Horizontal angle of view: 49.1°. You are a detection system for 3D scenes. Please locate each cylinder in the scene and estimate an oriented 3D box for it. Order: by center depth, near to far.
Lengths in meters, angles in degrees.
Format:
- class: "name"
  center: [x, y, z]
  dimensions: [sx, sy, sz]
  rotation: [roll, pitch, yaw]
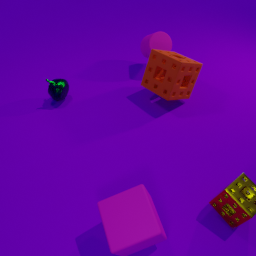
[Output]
- class: "cylinder"
  center: [1.045, -3.083, 10.531]
  dimensions: [0.927, 0.927, 0.927]
  rotation: [-15, 15, -15]

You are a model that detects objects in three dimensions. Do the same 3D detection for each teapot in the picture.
- class: "teapot"
  center: [-2.391, -1.334, 9.408]
  dimensions: [0.622, 1.271, 0.790]
  rotation: [24, 80, 8]

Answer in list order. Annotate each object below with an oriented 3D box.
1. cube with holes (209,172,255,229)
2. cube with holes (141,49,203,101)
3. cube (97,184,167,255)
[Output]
- class: "cube with holes"
  center: [2.503, 1.652, 6.365]
  dimensions: [0.763, 0.763, 0.763]
  rotation: [-28, 66, -32]
- class: "cube with holes"
  center: [1.428, -1.763, 9.272]
  dimensions: [1.247, 1.247, 1.247]
  rotation: [-10, 36, -45]
- class: "cube"
  center: [0.099, 1.913, 5.730]
  dimensions: [1.010, 1.010, 1.010]
  rotation: [-23, 60, 2]
